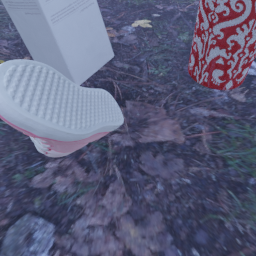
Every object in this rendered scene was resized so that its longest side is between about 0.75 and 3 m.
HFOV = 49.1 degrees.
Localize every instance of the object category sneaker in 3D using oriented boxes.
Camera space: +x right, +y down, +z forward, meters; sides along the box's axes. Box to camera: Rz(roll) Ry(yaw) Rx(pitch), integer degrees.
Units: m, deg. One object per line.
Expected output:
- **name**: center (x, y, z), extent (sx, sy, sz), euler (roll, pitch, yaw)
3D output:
- **sneaker**: center (-1.256, -0.076, 4.365), extent (1.492, 2.854, 1.074), euler (-26, 79, 19)

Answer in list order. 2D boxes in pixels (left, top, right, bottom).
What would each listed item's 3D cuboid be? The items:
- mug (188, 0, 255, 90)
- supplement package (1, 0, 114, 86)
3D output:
- **mug**: center (2.693, -2.808, 7.230), extent (1.985, 2.976, 2.641), euler (13, 47, 9)
- **supplement package**: center (-1.821, -2.793, 7.415), extent (1.678, 2.860, 1.672), euler (19, 53, 35)
